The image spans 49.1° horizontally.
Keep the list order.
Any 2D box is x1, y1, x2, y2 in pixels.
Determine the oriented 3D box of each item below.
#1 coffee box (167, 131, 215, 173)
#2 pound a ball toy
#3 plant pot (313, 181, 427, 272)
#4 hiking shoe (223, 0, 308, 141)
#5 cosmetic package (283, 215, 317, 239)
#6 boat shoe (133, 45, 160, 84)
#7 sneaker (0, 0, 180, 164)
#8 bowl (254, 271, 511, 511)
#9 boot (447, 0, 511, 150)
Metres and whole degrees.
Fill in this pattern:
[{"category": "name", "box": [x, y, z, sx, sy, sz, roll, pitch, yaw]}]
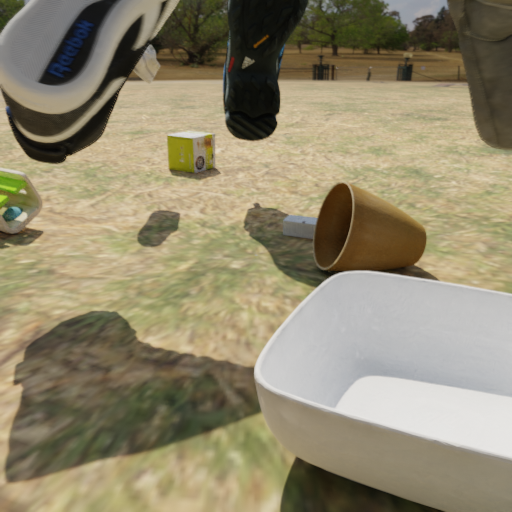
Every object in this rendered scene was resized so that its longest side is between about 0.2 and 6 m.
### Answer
[{"category": "coffee box", "box": [-1.556, -2.512, 13.482, 0.840, 0.839, 0.831, 14, 25, 31]}, {"category": "pound a ball toy", "box": [-4.744, -0.772, 9.236, 2.083, 0.885, 1.358, 12, 49, 28]}, {"category": "plant pot", "box": [1.570, -0.282, 7.456, 1.263, 1.177, 1.177, 11, 18, -16]}, {"category": "hiking shoe", "box": [-0.045, -3.890, 9.868, 1.314, 3.532, 1.531, 7, 25, -17]}, {"category": "cosmetic package", "box": [0.827, -0.451, 8.896, 0.742, 0.275, 0.377, 7, 22, 20]}, {"category": "boat shoe", "box": [-2.114, -3.727, 10.418, 0.564, 0.515, 1.568, 37, -2, 9]}, {"category": "sneaker", "box": [-1.862, -2.630, 6.638, 1.273, 1.950, 3.486, 32, 62, -9]}, {"category": "bowl", "box": [1.367, 1.003, 4.243, 2.355, 0.879, 2.351, 8, 23, 23]}, {"category": "boot", "box": [2.736, -2.002, 6.018, 0.730, 2.012, 1.829, -21, 30, 3]}]
